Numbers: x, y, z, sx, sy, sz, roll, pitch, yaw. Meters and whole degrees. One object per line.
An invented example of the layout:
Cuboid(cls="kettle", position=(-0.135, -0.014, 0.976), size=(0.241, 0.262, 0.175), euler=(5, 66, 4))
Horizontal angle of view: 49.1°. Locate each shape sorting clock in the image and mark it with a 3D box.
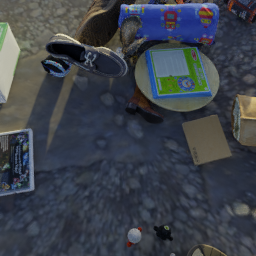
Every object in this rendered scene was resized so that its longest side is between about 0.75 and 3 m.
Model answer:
Cuboid(cls="shape sorting clock", position=(1.414, -1.518, 8.098), size=(2.449, 0.480, 2.449), euler=(0, 61, -1))

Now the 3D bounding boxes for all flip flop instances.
Cuboid(cls="flip flop", position=(2.118, 3.395, 5.587), size=(2.514, 0.724, 1.020), euler=(39, 65, 1))

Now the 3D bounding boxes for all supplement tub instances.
Cuboid(cls="supplement tub", position=(3.790, -4.073, 9.282), size=(0.667, 0.667, 1.247), euler=(-40, 71, -18))

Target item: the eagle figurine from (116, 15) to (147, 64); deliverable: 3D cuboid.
Cuboid(cls="eagle figurine", position=(0.129, -2.444, 8.075), size=(0.968, 1.275, 0.962), euler=(27, 78, 13))

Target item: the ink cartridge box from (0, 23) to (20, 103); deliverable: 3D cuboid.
Cuboid(cls="ink cartridge box", position=(-4.748, -1.862, 7.872), size=(2.767, 1.211, 2.011), euler=(1, 63, -1))

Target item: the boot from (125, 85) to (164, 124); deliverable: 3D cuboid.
Cuboid(cls="boot", position=(0.613, -0.749, 7.874), size=(1.120, 0.407, 1.190), euler=(17, 54, 12))

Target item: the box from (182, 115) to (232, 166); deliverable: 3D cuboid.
Cuboid(cls="box", position=(2.028, 0.302, 7.249), size=(0.957, 0.125, 1.171), euler=(-14, 69, 3))

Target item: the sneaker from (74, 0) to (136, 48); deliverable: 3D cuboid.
Cuboid(cls="sneaker", position=(-0.850, -3.560, 9.032), size=(1.081, 1.008, 2.862), euler=(23, 66, 41))

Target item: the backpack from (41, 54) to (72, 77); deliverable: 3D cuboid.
Cuboid(cls="backpack", position=(-2.016, -1.830, 8.230), size=(0.794, 0.534, 0.725), euler=(32, 68, 16))

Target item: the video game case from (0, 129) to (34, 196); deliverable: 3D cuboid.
Cuboid(cls="video game case", position=(-3.165, 0.885, 7.071), size=(1.510, 0.194, 1.661), euler=(-9, 63, -4))

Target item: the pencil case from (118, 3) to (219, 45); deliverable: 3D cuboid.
Cuboid(cls="pencil case", position=(1.216, -3.148, 8.542), size=(2.992, 1.299, 1.167), euler=(1, 95, 2))

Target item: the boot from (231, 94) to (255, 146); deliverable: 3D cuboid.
Cuboid(cls="boot", position=(4.183, 0.446, 6.897), size=(2.997, 0.991, 2.625), euler=(8, 51, 3))

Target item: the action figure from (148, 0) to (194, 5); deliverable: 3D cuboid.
Cuboid(cls="action figure", position=(1.439, -4.386, 9.495), size=(1.931, 1.044, 1.996), euler=(39, 97, 24))

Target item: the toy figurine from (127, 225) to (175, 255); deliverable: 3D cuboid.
Cuboid(cls="toy figurine", position=(0.490, 2.590, 5.924), size=(1.010, 0.703, 0.994), euler=(-4, 63, -3))

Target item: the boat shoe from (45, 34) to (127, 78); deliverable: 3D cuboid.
Cuboid(cls="boat shoe", position=(-1.143, -1.857, 7.587), size=(2.271, 0.825, 0.712), euler=(22, 29, 0))
